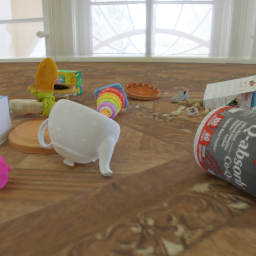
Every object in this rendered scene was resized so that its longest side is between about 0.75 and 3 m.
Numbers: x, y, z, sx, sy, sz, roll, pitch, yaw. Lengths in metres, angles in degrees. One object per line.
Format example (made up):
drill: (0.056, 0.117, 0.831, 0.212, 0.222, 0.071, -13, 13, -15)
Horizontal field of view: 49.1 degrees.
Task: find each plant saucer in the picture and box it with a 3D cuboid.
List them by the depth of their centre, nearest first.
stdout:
plant saucer: (-2.432, 0.105, 9.172, 2.793, 0.451, 2.793, -1, 19, 0)
plant saucer: (0.737, -1.962, 15.124, 2.022, 0.326, 2.022, 5, 28, -3)

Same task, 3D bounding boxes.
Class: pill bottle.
pill bottle: (2.894, 0.614, 5.670, 1.662, 1.662, 2.868, -11, 21, -30)

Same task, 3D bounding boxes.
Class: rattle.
rattle: (-3.688, -1.445, 10.651, 1.884, 2.068, 2.895, -16, 16, -22)

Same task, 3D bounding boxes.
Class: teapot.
teapot: (-1.299, 0.249, 7.272, 1.994, 1.476, 2.020, 26, -6, -14)

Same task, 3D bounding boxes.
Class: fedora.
fedora: (-3.580, -1.518, 13.267, 2.341, 0.955, 2.341, 4, 19, -1)

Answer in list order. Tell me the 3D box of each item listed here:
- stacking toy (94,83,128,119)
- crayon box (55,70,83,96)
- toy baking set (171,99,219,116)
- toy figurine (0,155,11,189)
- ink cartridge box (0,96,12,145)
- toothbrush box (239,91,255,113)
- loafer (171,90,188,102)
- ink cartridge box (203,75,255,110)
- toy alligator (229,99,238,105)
stacking toy: (-0.800, -0.784, 11.079, 1.275, 1.206, 2.197, -15, 26, 14)
crayon box: (-3.727, -2.625, 16.037, 2.207, 1.311, 0.643, 8, 20, 22)
toy baking set: (3.162, -0.939, 12.499, 2.796, 0.325, 2.146, -1, 18, -4)
toy figurine: (-3.324, 0.966, 5.940, 1.476, 1.204, 1.604, 13, 42, 9)
ink cartridge box: (-4.813, -0.212, 8.595, 1.892, 1.393, 1.368, 1, 18, 2)
toothbrush box: (5.534, -1.196, 12.266, 1.323, 0.969, 0.564, -12, 22, -35)
loafer: (2.628, -1.624, 14.291, 0.505, 0.504, 1.445, 13, 22, 35)
ink cartridge box: (4.670, -1.626, 12.701, 2.303, 0.657, 1.871, -4, 28, 24)
toy alligator: (4.799, -1.353, 13.609, 0.662, 0.480, 1.998, -39, 44, -21)
